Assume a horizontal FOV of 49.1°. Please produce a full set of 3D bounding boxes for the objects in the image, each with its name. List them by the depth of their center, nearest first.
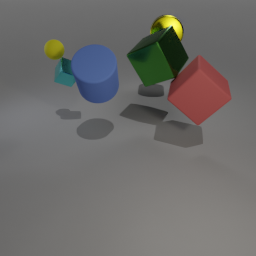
[{"bbox_3d":[-1.022,-1.714,9.076,1.400,1.400,1.400,0,69,1],"label":"cylinder"},{"bbox_3d":[2.311,-1.244,9.162,1.400,1.400,1.400,39,33,-12],"label":"cube"},{"bbox_3d":[-2.624,-2.787,9.980,0.700,0.700,0.700,0,29,0],"label":"ball"},{"bbox_3d":[1.089,-2.556,10.059,1.400,1.400,1.400,-11,32,43],"label":"cube"},{"bbox_3d":[-2.295,-2.080,10.499,0.700,0.700,0.700,14,57,-31],"label":"cube"},{"bbox_3d":[1.682,-4.245,12.382,1.400,1.400,1.400,2,23,4],"label":"cylinder"}]
